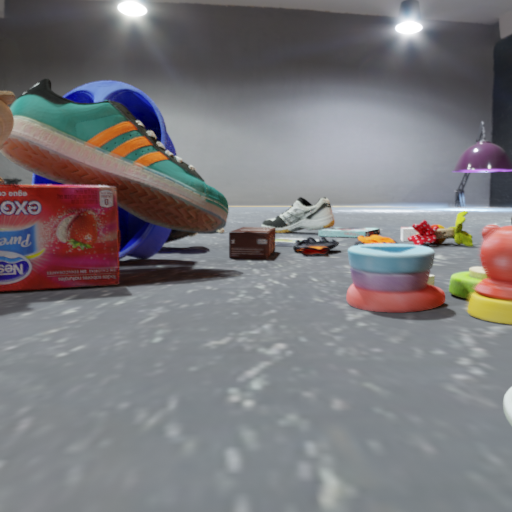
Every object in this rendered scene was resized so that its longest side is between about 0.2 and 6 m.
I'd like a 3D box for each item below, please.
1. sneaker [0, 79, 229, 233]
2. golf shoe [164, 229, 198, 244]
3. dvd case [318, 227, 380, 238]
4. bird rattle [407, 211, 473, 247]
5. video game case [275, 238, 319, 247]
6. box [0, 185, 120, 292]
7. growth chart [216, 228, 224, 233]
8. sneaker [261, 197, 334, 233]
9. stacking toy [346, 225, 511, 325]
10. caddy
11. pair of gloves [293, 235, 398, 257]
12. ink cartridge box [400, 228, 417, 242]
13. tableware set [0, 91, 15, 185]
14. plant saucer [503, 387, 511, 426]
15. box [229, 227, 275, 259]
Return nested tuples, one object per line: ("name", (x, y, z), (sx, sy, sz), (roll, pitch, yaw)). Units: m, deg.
("sneaker", (-1.717, -1.383, 7.569), (3.153, 1.260, 1.125), (23, -26, -16))
("golf shoe", (-2.572, -0.538, 10.805), (3.148, 1.215, 1.386), (-4, -22, 3))
("dvd case", (2.401, -0.602, 14.296), (1.200, 0.181, 1.644), (3, 8, 25))
("bird rattle", (3.743, -0.404, 11.547), (1.330, 0.749, 1.084), (-13, -4, -3))
("video game case", (0.808, -0.274, 11.644), (0.996, 0.114, 0.906), (4, 7, 23))
("box", (-2.853, -0.228, 6.358), (2.421, 1.156, 1.207), (-3, 7, -23))
("growth chart", (-2.073, -0.746, 15.504), (2.282, 0.202, 1.652), (-1, 7, -8))
("sneaker", (1.097, -1.110, 15.130), (2.083, 0.913, 0.788), (-6, 6, 25))
("stacking toy", (1.869, 0.049, 5.415), (1.866, 0.788, 1.689), (3, 8, 24))
("caddy", (-2.331, -1.223, 8.676), (2.052, 2.903, 1.524), (0, -11, 8))
("pair of gloves", (1.624, -0.175, 10.234), (1.899, 0.235, 1.692), (-3, 8, 0))
("ink cartridge box", (3.749, -0.486, 12.646), (0.909, 0.307, 0.530), (1, 6, 9))
("tableware set", (-4.118, -0.748, 6.209), (2.764, 0.384, 3.309), (-22, -15, -33))
("plant saucer", (1.462, 0.704, 1.984), (1.088, 0.273, 1.088), (0, 6, 0))
("box", (-0.040, -0.235, 9.659), (0.647, 0.484, 1.292), (2, 5, 9))
